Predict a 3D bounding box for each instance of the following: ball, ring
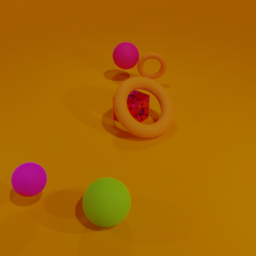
[{"bbox_3d":[-0.429,1.487,5.656,0.968,0.968,0.968,0,37,0],"label":"ball"},{"bbox_3d":[0.474,-0.623,8.135,1.892,0.378,1.892,8,69,-21],"label":"ring"},{"bbox_3d":[0.872,-2.253,10.228,1.072,1.072,0.214,1,41,1],"label":"ring"},{"bbox_3d":[-0.078,-2.703,10.508,1.004,1.004,1.004,0,37,0],"label":"ball"},{"bbox_3d":[-2.054,1.071,5.834,0.707,0.707,0.707,0,37,0],"label":"ball"}]

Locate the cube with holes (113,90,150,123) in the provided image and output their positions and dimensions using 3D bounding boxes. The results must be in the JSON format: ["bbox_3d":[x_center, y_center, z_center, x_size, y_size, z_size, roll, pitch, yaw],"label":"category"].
[{"bbox_3d":[0.102,-0.625,8.625,0.803,0.803,0.803,25,44,29],"label":"cube with holes"}]
